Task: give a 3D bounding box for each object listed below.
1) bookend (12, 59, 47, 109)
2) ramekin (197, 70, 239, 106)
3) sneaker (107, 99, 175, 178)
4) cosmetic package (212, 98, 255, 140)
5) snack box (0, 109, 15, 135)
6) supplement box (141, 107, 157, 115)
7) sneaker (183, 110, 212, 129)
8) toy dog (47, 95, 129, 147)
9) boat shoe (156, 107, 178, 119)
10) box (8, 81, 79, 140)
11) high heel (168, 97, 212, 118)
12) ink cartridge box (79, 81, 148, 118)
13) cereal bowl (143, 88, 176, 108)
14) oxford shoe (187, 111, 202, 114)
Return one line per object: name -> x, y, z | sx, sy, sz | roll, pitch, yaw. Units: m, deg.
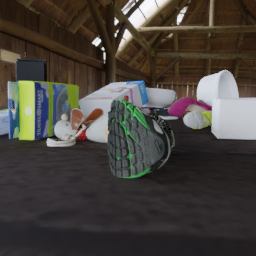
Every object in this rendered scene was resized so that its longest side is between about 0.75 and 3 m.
bookend -> -4.107, -1.508, 11.505 | 1.363, 2.940, 2.958 | 0, 7, -12
ramekin -> 4.751, -1.638, 14.823 | 1.283, 2.631, 2.631 | -4, 2, 43
sneaker -> 0.277, 0.085, 4.781 | 1.238, 1.134, 2.906 | 0, 5, -5
cosmetic package -> 3.967, -0.302, 8.202 | 2.792, 1.184, 1.502 | 1, 7, 11
snack box -> -4.146, -0.186, 8.905 | 1.589, 0.592, 2.235 | 2, 14, 32
supplement box -> 0.735, -0.741, 14.911 | 1.244, 0.696, 2.286 | 1, 5, 15
sneaker -> 2.631, -0.252, 11.059 | 1.909, 0.723, 1.003 | -3, -10, -39
toy dog -> -0.794, -0.230, 7.295 | 2.553, 1.230, 1.684 | 0, 6, 3
boat shoe -> 1.843, -0.960, 16.571 | 2.604, 0.785, 0.984 | 5, 7, 38
box -> -2.451, -0.578, 8.622 | 0.643, 1.646, 2.699 | 4, 7, 20
high heel -> 3.060, -0.619, 12.692 | 2.897, 0.976, 1.389 | -3, 45, -46
ink cartridge box -> -0.630, -1.245, 13.278 | 2.039, 1.194, 2.821 | 2, 27, 33
cereal bowl -> 1.425, -1.629, 15.609 | 2.385, 0.993, 2.385 | 4, 4, 0
oxford shoe -> 3.247, -0.441, 12.208 | 1.594, 0.596, 0.562 | 6, -3, 33
